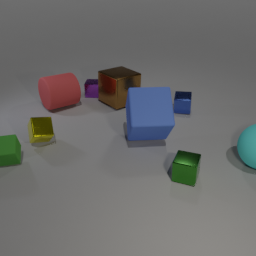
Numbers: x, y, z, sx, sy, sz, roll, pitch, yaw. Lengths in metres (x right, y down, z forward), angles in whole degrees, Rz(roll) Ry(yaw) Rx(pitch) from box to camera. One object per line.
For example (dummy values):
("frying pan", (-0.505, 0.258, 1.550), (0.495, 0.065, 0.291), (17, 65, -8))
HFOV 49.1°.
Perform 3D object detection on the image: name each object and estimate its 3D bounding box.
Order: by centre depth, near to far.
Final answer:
("cube", (1.722, 1.169, 8.262), (0.700, 0.700, 0.700), (10, 31, 20))
("ball", (4.055, 0.556, 8.481), (1.400, 1.400, 1.400), (0, 31, 0))
("cube", (-3.782, 0.702, 8.731), (0.700, 0.700, 0.700), (-7, 57, -9))
("cube", (0.697, -0.457, 9.574), (1.400, 1.400, 1.400), (-2, 69, -6))
("cube", (-3.037, 0.068, 9.715), (0.700, 0.700, 0.700), (-4, 70, -30))
("cube", (2.342, -1.090, 11.970), (0.700, 0.700, 0.700), (4, 40, 13))
("cylinder", (-2.993, -1.617, 12.228), (1.400, 1.400, 1.400), (-18, 35, -33))
("cube", (-0.395, -1.855, 12.656), (1.400, 1.400, 1.400), (-21, 36, -36))
("cube", (-1.681, -1.913, 13.510), (0.700, 0.700, 0.700), (2, 31, 4))
